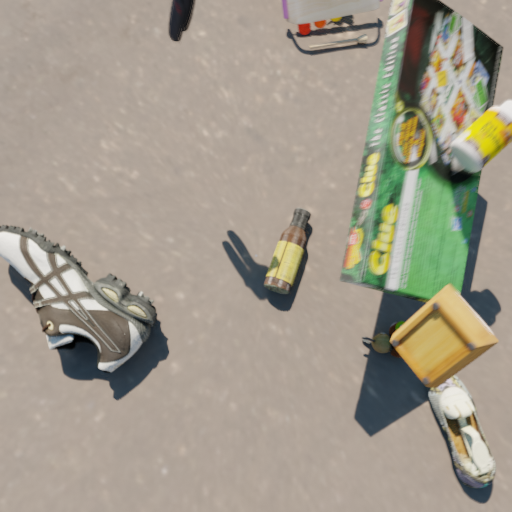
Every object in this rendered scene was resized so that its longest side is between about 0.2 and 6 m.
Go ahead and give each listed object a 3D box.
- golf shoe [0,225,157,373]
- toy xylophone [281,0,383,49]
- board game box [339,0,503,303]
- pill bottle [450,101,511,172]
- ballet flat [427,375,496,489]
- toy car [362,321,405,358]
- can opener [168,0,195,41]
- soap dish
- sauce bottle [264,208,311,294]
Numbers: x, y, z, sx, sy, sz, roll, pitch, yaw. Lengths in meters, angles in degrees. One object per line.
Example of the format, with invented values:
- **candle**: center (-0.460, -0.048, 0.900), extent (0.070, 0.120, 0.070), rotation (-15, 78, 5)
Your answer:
- **golf shoe**: center (-3.413, 0.704, 9.596), extent (3.378, 1.313, 1.596), rotation (29, 75, 10)
- **toy xylophone**: center (1.578, -5.125, 11.462), extent (2.154, 1.577, 0.541), rotation (-4, 33, -5)
- **board game box**: center (2.558, -1.504, 8.383), extent (2.252, 0.504, 4.298), rotation (15, 84, -36)
- **pill bottle**: center (3.338, -1.726, 8.013), extent (1.037, 0.566, 0.566), rotation (-42, 78, -2)
- **ballet flat**: center (3.450, 2.798, 9.280), extent (0.729, 0.729, 2.028), rotation (-15, 74, -4)
- **toy car**: center (2.237, 1.446, 9.756), extent (0.786, 0.645, 0.620), rotation (1, 73, 13)
- **can opener**: center (-0.948, -3.496, 7.589), extent (0.646, 1.644, 0.521), rotation (39, 62, -6)
- **soap dish**: center (1.896, 0.871, 5.816), extent (0.380, 0.935, 0.736), rotation (-13, 59, -45)
- **sauce bottle**: center (0.621, -0.103, 10.237), extent (0.517, 0.517, 1.599), rotation (20, 75, 6)
